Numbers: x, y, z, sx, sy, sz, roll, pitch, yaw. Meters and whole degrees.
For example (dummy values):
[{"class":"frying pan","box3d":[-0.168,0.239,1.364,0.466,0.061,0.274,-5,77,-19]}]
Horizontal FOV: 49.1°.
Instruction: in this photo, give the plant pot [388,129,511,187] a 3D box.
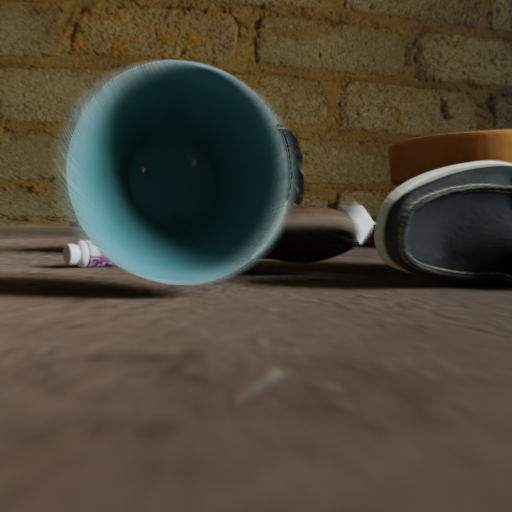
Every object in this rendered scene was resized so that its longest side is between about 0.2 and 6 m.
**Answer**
[{"class":"plant pot","box3d":[2.774,-0.588,6.895,2.270,1.589,2.270,1,3,0]}]

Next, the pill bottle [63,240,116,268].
[{"class":"pill bottle","box3d":[-2.243,-0.023,7.617,0.679,0.381,0.381,-3,4,-40]}]

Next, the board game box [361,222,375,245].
[{"class":"board game box","box3d":[3.904,-0.637,14.351,2.005,0.528,2.621,-6,5,-10]}]

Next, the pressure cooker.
[{"class":"pressure cooker","box3d":[-0.778,-1.317,10.586,2.806,2.506,2.468,8,-5,28]}]

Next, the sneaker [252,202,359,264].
[{"class":"sneaker","box3d":[0.082,-0.450,6.859,2.404,0.908,0.847,-5,-32,26]}]

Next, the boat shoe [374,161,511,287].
[{"class":"boat shoe","box3d":[2.787,-0.282,5.310,3.366,1.209,1.138,1,8,-14]}]

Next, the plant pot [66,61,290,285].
[{"class":"plant pot","box3d":[-0.708,-0.695,4.984,1.756,1.756,1.183,-1,5,-13]}]

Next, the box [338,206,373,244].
[{"class":"box","box3d":[2.054,-0.685,12.226,0.658,0.662,0.567,8,-34,52]}]
